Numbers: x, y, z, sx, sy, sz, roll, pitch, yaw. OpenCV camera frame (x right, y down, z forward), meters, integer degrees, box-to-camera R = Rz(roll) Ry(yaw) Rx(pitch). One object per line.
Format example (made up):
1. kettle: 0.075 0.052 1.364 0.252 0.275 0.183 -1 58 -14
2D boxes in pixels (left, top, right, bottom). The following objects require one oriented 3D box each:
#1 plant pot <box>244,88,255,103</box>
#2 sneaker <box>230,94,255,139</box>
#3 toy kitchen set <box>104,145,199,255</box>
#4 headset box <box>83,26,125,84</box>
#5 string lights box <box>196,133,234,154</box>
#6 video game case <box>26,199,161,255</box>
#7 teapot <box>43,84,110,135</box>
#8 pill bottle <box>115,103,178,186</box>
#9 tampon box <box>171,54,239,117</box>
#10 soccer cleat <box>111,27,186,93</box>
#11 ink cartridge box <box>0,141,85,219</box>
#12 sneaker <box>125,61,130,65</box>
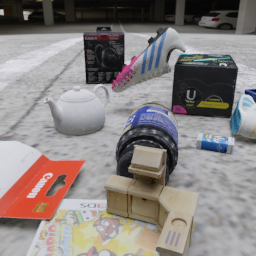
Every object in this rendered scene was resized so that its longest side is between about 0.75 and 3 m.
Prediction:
1. plant pot: 4.612 -0.847 9.626 0.953 0.857 0.953 -7 24 -16
2. sneaker: 3.724 -0.326 8.536 0.965 0.914 2.389 18 31 11
3. toy kitchen set: 0.190 1.074 3.953 1.450 1.183 1.308 8 23 20
4. headset box: -1.153 -3.588 13.804 1.979 2.660 1.027 -3 24 -5
5. string lights box: 2.303 0.406 7.395 0.917 0.270 0.471 8 24 18
6. video game case: -0.362 1.824 4.021 2.127 0.268 2.338 1 23 1
7. teapot: -1.484 -0.661 8.636 1.730 1.280 1.753 0 22 0
8. pill bottle: 0.449 0.382 6.132 1.300 1.300 2.324 4 23 9
9. tampon box: 2.806 -1.713 10.520 2.066 1.740 2.757 5 23 13
10. soccer cleat: 0.672 -2.007 9.474 1.267 2.934 1.025 45 22 -2
11. ink cartridge box: -2.381 0.898 5.530 2.539 0.724 2.064 -6 21 12
12. sneaker: -0.573 -3.538 16.180 1.357 0.865 2.348 -10 34 -26
